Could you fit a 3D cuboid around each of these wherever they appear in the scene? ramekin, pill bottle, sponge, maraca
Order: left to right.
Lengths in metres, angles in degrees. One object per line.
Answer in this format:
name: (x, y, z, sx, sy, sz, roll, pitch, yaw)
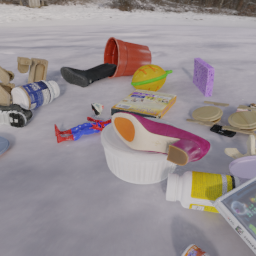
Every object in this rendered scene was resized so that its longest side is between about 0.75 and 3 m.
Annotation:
pill bottle: (-4.233, -1.573, 13.044, 1.135, 1.135, 2.045, 18, 31, 32)
ramekin: (0.428, 0.660, 8.398, 2.462, 1.146, 2.462, 0, 26, 0)
maraca: (1.287, -2.701, 14.995, 1.893, 1.477, 2.761, 0, 21, 35)
pill bottle: (1.793, 1.539, 6.848, 1.670, 0.929, 0.929, 6, 26, 9)
sponge: (4.062, -2.816, 15.223, 0.396, 1.482, 2.657, -2, 26, -1)
pill bottle: (1.445, 2.602, 5.126, 0.512, 0.512, 0.913, -22, 33, -38)

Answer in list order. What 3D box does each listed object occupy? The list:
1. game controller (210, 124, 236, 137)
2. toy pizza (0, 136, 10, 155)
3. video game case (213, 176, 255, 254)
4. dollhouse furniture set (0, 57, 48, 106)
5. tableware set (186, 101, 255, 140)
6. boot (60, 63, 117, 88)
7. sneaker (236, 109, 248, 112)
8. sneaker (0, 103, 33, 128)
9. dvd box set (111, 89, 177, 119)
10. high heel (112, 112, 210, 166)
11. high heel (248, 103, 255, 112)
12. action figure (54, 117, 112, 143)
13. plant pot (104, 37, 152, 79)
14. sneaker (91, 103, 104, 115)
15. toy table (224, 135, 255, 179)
game controller: (3.631, 0.115, 10.710, 0.935, 0.197, 0.488, 22, 48, 39)
toy pizza: (-4.829, 0.732, 9.271, 1.729, 0.274, 1.729, 1, 27, -1)
video game case: (3.419, 1.953, 5.796, 2.550, 0.298, 2.319, -17, 52, -31)
dollhouse furniture set: (-4.835, -2.107, 13.400, 2.358, 2.242, 1.921, -3, 26, -40)
tableware set: (3.891, -0.301, 11.150, 2.743, 0.550, 1.813, 14, 40, 38)
boot: (-2.322, -3.444, 16.916, 2.275, 0.906, 2.761, 30, 46, 27)
sneaker: (5.026, -0.634, 11.884, 0.338, 0.469, 0.898, -19, 33, -38)
sneaker: (-4.992, -0.604, 11.513, 2.405, 0.799, 1.088, 11, 25, 15)
dvd box set: (0.800, -1.050, 12.779, 2.126, 0.427, 2.906, 11, 28, 22)
high heel: (0.803, 0.123, 7.318, 2.618, 0.882, 1.256, 22, 26, 37)
high heel: (5.772, -0.891, 12.473, 0.753, 0.377, 1.057, -18, 22, -21)
action figure: (-1.279, -0.028, 10.461, 2.781, 0.719, 0.910, -7, 24, -20)
plant pot: (0.022, -4.326, 17.602, 2.413, 2.481, 2.481, -3, 25, -25)
sneaker: (-1.297, -0.890, 12.491, 0.506, 0.381, 1.083, -14, 26, -16)
toy table: (3.514, 0.901, 8.072, 1.339, 1.230, 0.784, 9, 42, -8)
